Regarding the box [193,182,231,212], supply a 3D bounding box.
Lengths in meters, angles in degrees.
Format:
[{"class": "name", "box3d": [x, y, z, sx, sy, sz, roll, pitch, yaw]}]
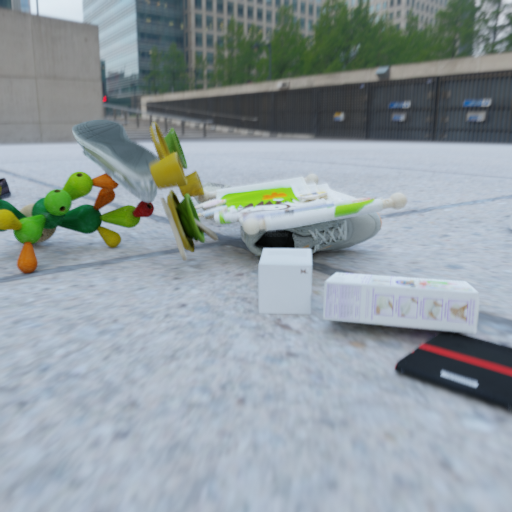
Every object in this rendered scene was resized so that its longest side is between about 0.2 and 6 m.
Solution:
[{"class": "box", "box3d": [-0.903, -1.283, 12.846, 0.521, 0.626, 1.522, -41, 24, -13]}]

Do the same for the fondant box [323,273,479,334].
[{"class": "fondant box", "box3d": [1.606, 0.497, 6.337, 1.577, 0.459, 1.138, 3, 4, 14]}]

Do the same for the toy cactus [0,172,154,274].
[{"class": "toy cactus", "box3d": [-3.557, -0.536, 9.621, 3.101, 1.586, 2.559, -14, 1, -35]}]

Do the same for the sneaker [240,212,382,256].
[{"class": "sneaker", "box3d": [0.954, -0.310, 9.384, 2.416, 0.915, 1.111, -7, 22, 0]}]

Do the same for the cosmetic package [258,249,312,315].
[{"class": "cosmetic package", "box3d": [0.378, 0.305, 7.054, 0.654, 0.658, 0.786, 1, 14, 5]}]

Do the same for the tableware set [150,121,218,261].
[{"class": "tableware set", "box3d": [-1.199, -1.222, 9.225, 0.497, 2.180, 3.236, -19, 10, 2]}]

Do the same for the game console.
[{"class": "game console", "box3d": [2.049, 1.050, 5.172, 1.205, 0.187, 1.066, 12, 21, 41]}]

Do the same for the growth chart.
[{"class": "growth chart", "box3d": [0.392, -0.908, 9.419, 2.746, 0.337, 3.795, -11, 16, -12]}]

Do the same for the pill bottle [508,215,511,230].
[{"class": "pill bottle", "box3d": [5.534, -0.737, 11.457, 0.924, 0.518, 0.518, -16, 21, -43]}]

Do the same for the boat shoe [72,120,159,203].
[{"class": "boat shoe", "box3d": [-2.375, -1.664, 9.409, 0.810, 0.705, 2.197, -29, 50, -36]}]

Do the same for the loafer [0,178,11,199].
[{"class": "loafer", "box3d": [-7.431, -1.795, 15.506, 0.637, 0.558, 1.772, 1, 14, 5]}]
